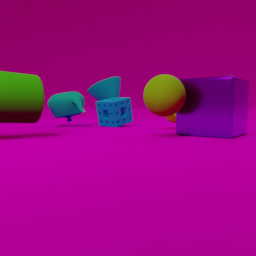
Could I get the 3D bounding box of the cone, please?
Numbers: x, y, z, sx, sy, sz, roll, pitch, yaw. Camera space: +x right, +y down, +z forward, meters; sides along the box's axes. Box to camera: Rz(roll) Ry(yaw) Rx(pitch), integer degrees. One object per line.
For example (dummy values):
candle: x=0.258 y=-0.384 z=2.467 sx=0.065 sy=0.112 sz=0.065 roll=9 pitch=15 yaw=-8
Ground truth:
cone: x=-0.645 y=-1.010 z=10.506 sx=1.352 sy=1.357 sz=1.352 roll=-22 pitch=-4 yaw=-2

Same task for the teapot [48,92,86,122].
teapot: x=-1.984 y=-0.684 z=9.297 sx=1.210 sy=0.953 sz=1.945 roll=-11 pitch=2 yaw=-41

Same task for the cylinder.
cylinder: x=-2.429 y=-0.623 z=5.811 sx=1.047 sy=1.047 sz=1.047 roll=0 pitch=4 yaw=-38

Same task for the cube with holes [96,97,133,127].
cube with holes: x=-0.446 y=-0.537 z=9.285 sx=0.819 sy=0.819 sz=0.819 roll=5 pitch=17 yaw=42

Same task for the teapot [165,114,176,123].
teapot: x=1.400 y=-0.612 z=8.266 sx=0.805 sy=1.295 sz=0.634 roll=-35 pitch=-17 yaw=-6

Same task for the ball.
ball: x=0.775 y=-0.688 z=5.970 sx=0.894 sy=0.894 sz=0.894 roll=0 pitch=4 yaw=0

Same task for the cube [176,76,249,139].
cube: x=1.963 y=-0.479 z=6.488 sx=1.274 sy=1.274 sz=1.274 roll=3 pitch=5 yaw=36
